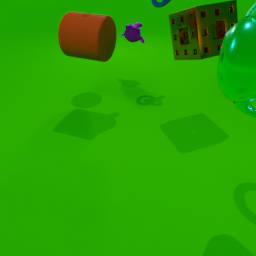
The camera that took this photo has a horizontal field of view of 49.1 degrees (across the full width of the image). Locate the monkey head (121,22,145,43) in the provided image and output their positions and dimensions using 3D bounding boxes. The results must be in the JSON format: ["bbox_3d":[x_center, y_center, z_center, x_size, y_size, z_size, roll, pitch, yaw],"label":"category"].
[{"bbox_3d":[0.233,-3.496,10.257,1.038,0.625,0.746,26,47,22],"label":"monkey head"}]

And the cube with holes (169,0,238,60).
[{"bbox_3d":[2.002,-2.550,7.450,1.238,1.238,1.238,-17,18,-19],"label":"cube with holes"}]

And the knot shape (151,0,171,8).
[{"bbox_3d":[0.983,-4.352,8.902,0.984,0.486,1.052,29,62,-1],"label":"knot shape"}]

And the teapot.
[{"bbox_3d":[1.888,-0.890,4.063,0.969,1.979,1.230,16,33,30],"label":"teapot"}]

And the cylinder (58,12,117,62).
[{"bbox_3d":[-1.106,-2.545,7.833,1.224,1.224,1.224,13,36,18],"label":"cylinder"}]
